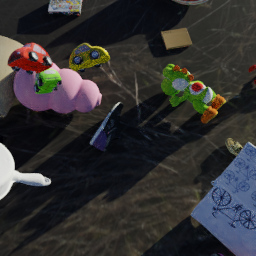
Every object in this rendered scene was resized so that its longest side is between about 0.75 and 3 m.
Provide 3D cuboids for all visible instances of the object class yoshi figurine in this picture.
[{"bbox_3d":[2.127,-1.243,9.960,2.376,1.336,1.331,41,111,3],"label":"yoshi figurine"}]

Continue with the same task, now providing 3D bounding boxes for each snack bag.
[{"bbox_3d":[3.478,2.330,7.619,2.782,0.316,2.951,42,112,19],"label":"snack bag"}]

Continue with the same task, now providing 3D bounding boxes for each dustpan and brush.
[{"bbox_3d":[-2.874,0.951,6.148,2.835,0.811,1.978,11,39,-41],"label":"dustpan and brush"}]

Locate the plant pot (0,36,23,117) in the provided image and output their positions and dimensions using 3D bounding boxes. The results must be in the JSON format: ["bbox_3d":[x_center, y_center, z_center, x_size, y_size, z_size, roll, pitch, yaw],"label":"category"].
[{"bbox_3d":[-4.637,-1.617,9.588,2.217,2.217,2.367,1,81,1],"label":"plant pot"}]

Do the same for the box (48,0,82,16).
[{"bbox_3d":[-2.699,-5.276,12.090,1.348,0.254,0.921,1,65,0],"label":"box"}]

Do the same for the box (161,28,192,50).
[{"bbox_3d":[1.970,-3.642,11.420,1.082,0.115,0.885,-11,66,-5],"label":"box"}]

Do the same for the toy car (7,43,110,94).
[{"bbox_3d":[-1.984,-1.532,7.287,2.504,2.356,0.558,-12,81,-34],"label":"toy car"}]

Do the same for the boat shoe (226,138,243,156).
[{"bbox_3d":[3.682,0.776,9.264,0.408,0.352,1.117,-25,68,-11],"label":"boat shoe"}]

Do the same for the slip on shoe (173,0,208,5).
[{"bbox_3d":[2.182,-6.196,12.165,2.956,0.904,1.095,25,66,9],"label":"slip on shoe"}]

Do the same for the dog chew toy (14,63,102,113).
[{"bbox_3d":[-2.309,-1.300,9.540,2.830,1.762,1.762,13,66,-4],"label":"dog chew toy"}]

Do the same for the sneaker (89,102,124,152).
[{"bbox_3d":[-0.517,-0.011,9.562,0.793,0.686,1.812,32,73,-1],"label":"sneaker"}]

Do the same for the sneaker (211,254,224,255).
[{"bbox_3d":[1.666,4.359,7.274,1.150,0.970,2.630,33,74,7],"label":"sneaker"}]

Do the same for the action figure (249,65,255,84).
[{"bbox_3d":[5.734,-2.256,10.532,2.464,0.637,0.806,-15,72,-12],"label":"action figure"}]
